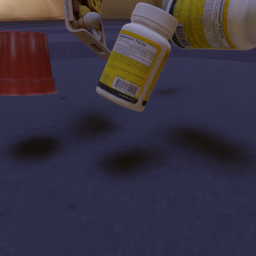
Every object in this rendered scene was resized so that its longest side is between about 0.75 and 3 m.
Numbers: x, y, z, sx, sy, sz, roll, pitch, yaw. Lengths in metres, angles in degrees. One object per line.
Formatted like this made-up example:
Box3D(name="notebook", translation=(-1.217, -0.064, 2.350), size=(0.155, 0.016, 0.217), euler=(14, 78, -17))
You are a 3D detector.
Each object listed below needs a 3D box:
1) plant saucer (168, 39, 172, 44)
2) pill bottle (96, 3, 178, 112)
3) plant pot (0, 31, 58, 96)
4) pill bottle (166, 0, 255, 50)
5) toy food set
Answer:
Box3D(name="plant saucer", translation=(1.643, -3.833, 10.688), size=(1.401, 1.401, 0.192), euler=(-22, 55, -38))
Box3D(name="pill bottle", translation=(0.208, -1.464, 5.953), size=(1.146, 2.005, 1.146), euler=(24, 9, -4))
Box3D(name="plant pot", translation=(-2.472, -1.550, 6.738), size=(1.451, 1.412, 1.451), euler=(0, 12, 0))
Box3D(name="pill bottle", translation=(2.211, -2.487, 6.257), size=(1.467, 1.467, 2.566), euler=(-19, 25, -34))
Box3D(name="toy food set", translation=(-0.909, -3.184, 7.619), size=(0.759, 2.513, 1.804), euler=(-17, -20, 23))
